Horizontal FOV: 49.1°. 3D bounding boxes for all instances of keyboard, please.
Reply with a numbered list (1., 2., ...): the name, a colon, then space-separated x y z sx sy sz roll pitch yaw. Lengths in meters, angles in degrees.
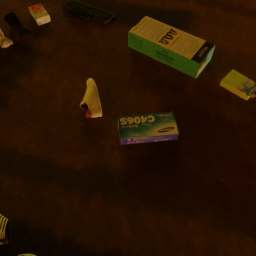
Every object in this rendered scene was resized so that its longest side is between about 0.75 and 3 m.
1. keyboard: -1.639 -4.673 11.108 2.082 0.412 1.083 23 59 16

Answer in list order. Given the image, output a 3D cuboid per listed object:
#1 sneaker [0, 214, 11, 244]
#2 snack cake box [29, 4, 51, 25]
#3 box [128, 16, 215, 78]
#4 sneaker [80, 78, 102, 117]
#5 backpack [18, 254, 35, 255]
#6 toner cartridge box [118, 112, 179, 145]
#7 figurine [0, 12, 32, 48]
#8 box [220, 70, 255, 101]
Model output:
1. sneaker: -3.148 2.563 6.229 0.772 0.507 1.342 16 56 12
2. snack cake box: -3.479 -4.481 11.030 0.519 0.303 0.902 -27 60 -15
3. box: 1.452 -2.851 9.714 2.780 0.683 1.144 31 62 19
4. sneaker: -1.205 -0.944 8.551 0.600 0.516 1.416 -10 58 -10
5. backpack: -2.228 3.150 5.746 0.891 0.839 1.092 19 79 14
6. toner cartridge box: 0.549 0.000 8.022 1.639 0.354 0.779 -6 57 -4
7. figurine: -4.372 -3.532 10.302 1.296 0.558 1.265 -37 68 -21
8. box: 3.633 -1.361 8.978 1.121 0.267 0.683 38 64 22
